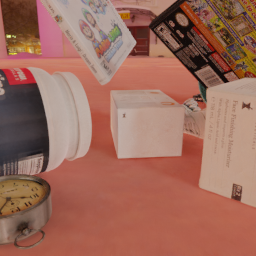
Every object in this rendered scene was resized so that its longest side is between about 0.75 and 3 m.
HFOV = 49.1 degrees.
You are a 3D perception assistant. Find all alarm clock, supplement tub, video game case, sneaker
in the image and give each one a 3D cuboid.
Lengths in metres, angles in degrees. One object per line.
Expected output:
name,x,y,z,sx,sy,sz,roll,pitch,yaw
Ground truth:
alarm clock,-1.464,1.092,3.567,1.072,0.529,1.589,-12,18,-35
supplement tub,-2.230,-0.034,4.812,2.758,1.935,1.935,-11,20,-32
video game case,-0.920,-2.927,7.658,0.350,2.692,2.957,-23,25,30
sneaker,1.657,-0.109,7.218,0.967,0.897,2.387,-15,16,-6
video game case,1.830,-1.582,5.181,2.111,2.336,0.298,-18,35,56

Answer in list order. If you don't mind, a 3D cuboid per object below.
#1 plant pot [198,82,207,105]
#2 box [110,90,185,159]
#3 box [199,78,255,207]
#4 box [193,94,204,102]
plant pot,4.090,-1.698,9.590,1.855,2.769,2.769,8,8,-40
box,0.335,-0.212,6.819,1.420,1.113,2.283,-1,17,-6
box,2.127,0.117,4.699,1.128,1.717,1.726,14,22,39
box,3.347,-1.293,11.860,0.840,0.256,1.042,10,20,39
